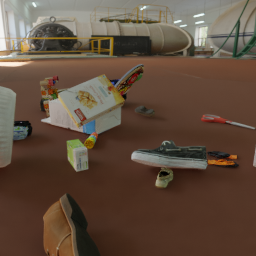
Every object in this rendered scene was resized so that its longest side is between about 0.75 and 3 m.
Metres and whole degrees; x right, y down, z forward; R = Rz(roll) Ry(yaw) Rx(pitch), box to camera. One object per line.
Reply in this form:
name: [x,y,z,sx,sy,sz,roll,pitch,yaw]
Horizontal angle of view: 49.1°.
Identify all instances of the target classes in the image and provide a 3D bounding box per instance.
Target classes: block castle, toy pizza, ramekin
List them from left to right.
ramekin: [-3.685,-0.031,7.506,1.162,2.494,2.494,5,16,-21]
block castle: [-3.311,-1.440,12.679,0.810,1.728,1.154,-6,18,2]
toy pizza: [0.017,-1.692,10.605,0.281,1.773,1.773,46,30,5]

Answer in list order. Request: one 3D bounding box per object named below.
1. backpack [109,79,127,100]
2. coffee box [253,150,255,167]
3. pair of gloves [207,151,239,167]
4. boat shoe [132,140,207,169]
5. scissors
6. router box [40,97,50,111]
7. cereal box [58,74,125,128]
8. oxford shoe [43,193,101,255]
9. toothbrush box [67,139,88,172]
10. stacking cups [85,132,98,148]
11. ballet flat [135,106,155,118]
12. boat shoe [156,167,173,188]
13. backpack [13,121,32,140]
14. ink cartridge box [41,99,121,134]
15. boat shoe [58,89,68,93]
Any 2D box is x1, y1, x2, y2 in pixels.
backpack: [-0.832,-1.893,14.577,1.418,1.373,1.690,4,19,20]
coffee box: [4.678,0.617,7.780,2.171,0.866,1.227,-13,22,-34]
pair of gloves: [2.752,0.890,8.170,0.879,0.122,0.987,5,18,16]
boat shoe: [1.116,0.685,7.539,2.028,0.719,0.731,6,-12,-5]
scissors: [4.155,-0.289,11.635,2.296,0.160,0.840,11,19,33]
router box: [-3.406,-1.280,14.113,1.837,0.480,1.444,-3,19,-9]
cereal box: [-1.176,-0.916,9.059,1.769,0.350,1.272,-29,70,-24]
oxford shoe: [-0.936,1.939,4.456,0.741,0.742,2.079,-36,30,-7]
toothbrush box: [-1.416,0.745,7.815,0.362,0.613,0.842,-8,19,-24]
stacking cups: [-1.229,0.371,9.451,0.305,0.305,1.008,1,17,2]
ballet flat: [0.779,-0.719,12.767,0.506,0.348,1.501,-40,26,-15]
boat shoe: [0.929,1.185,6.995,0.337,0.289,0.921,5,18,18]
backpack: [-4.013,0.077,9.759,1.073,0.825,0.876,12,11,-39]
ink cartridge box: [-1.942,-0.662,11.251,2.940,0.981,1.703,13,22,30]
boat shoe: [-3.726,-2.147,16.726,1.309,0.489,0.448,-3,24,-7]
